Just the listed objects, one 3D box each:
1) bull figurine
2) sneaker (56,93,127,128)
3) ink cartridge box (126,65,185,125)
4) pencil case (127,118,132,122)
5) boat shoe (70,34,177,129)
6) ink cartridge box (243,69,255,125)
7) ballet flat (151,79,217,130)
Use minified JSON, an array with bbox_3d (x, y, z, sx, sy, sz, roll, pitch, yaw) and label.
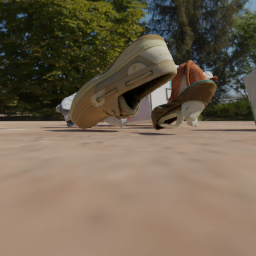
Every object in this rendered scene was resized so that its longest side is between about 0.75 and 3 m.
[{"bbox_3d":[1.725,-0.908,7.556,0.907,1.691,2.786,14,3,26],"label":"bull figurine"},{"bbox_3d":[-0.994,-0.376,7.315,1.158,0.757,2.015,-32,46,-28],"label":"sneaker"},{"bbox_3d":[0.865,-1.216,10.549,2.037,2.027,2.776,-7,-2,42],"label":"ink cartridge box"},{"bbox_3d":[-0.558,-0.500,8.819,1.374,0.595,0.569,1,16,-10],"label":"pencil case"},{"bbox_3d":[-0.202,-0.592,5.383,2.659,0.864,0.959,-36,-23,34],"label":"boat shoe"},{"bbox_3d":[3.305,-0.608,5.587,1.641,1.193,0.718,-2,-19,-16],"label":"ink cartridge box"},{"bbox_3d":[0.771,-0.251,4.087,0.422,0.450,1.245,25,-31,-30],"label":"ballet flat"}]
